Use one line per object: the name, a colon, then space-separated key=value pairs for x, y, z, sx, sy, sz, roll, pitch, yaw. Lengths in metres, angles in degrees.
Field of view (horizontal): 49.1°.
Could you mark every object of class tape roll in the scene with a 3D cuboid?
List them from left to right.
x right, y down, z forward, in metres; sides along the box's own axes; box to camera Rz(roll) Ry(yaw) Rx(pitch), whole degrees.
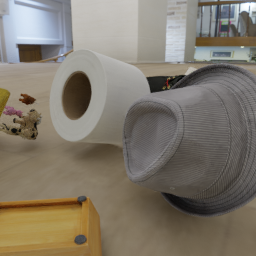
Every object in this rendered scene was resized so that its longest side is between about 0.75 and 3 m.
tape roll: x=-0.693 y=-0.666 z=6.672 sx=2.091 sy=2.091 sz=1.436 roll=16 pitch=6 yaw=43

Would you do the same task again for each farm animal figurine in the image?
farm animal figurine: x=-2.457 y=-0.128 z=6.801 sx=0.675 sy=1.281 sz=1.295 roll=15 pitch=53 yaw=6

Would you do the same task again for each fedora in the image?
fedora: x=0.650 y=0.155 z=3.954 sx=1.105 sy=2.164 sz=2.446 roll=5 pitch=-12 yaw=-27

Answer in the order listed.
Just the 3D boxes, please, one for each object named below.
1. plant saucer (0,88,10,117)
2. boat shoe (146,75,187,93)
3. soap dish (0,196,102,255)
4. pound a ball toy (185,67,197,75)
plant saucer: x=-4.043 y=-0.386 z=6.533 sx=2.038 sy=0.494 sz=2.038 roll=13 pitch=-35 yaw=-30
boat shoe: x=1.186 y=-1.040 z=6.961 sx=1.998 sy=0.731 sz=0.626 roll=12 pitch=-21 yaw=22
soap dish: x=-1.048 y=1.287 z=3.175 sx=1.485 sy=0.603 sz=1.168 roll=-2 pitch=17 yaw=-6
pound a ball toy: x=2.343 y=-1.169 z=10.695 sx=1.070 sy=1.642 sz=2.518 roll=27 pitch=37 yaw=9
